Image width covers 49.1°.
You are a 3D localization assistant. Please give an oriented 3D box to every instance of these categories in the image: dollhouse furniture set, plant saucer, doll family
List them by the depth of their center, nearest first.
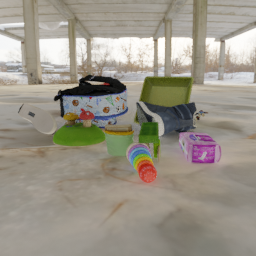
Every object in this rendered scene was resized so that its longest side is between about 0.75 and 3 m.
[{"bbox_3d":[0.072,0.442,7.153,1.482,0.971,0.744,-1,28,9],"label":"dollhouse furniture set"},{"bbox_3d":[1.630,-1.126,12.322,2.316,2.319,0.555,6,-16,28],"label":"plant saucer"},{"bbox_3d":[2.955,-0.590,12.993,1.472,0.578,0.851,8,9,13],"label":"doll family"}]

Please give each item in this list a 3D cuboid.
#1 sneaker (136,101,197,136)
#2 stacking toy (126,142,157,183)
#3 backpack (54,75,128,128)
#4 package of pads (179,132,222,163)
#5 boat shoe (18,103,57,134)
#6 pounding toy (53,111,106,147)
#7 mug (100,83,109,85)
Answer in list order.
[{"bbox_3d":[1.495,-0.515,10.783,1.975,1.039,2.733,-14,24,-13],"label":"sneaker"},{"bbox_3d":[0.346,0.778,6.260,0.590,0.590,1.383,-2,16,-9],"label":"stacking toy"},{"bbox_3d":[-1.220,-0.955,11.068,2.453,1.984,2.575,-4,22,19],"label":"backpack"},{"bbox_3d":[1.898,0.498,7.542,0.856,0.537,1.420,0,12,2],"label":"package of pads"},{"bbox_3d":[-3.256,-0.302,10.926,2.179,0.814,1.011,30,0,33],"label":"boat shoe"},{"bbox_3d":[-1.583,-0.122,9.363,1.704,1.025,2.208,0,12,1],"label":"pounding toy"},{"bbox_3d":[-1.957,-1.593,15.359,2.404,1.604,2.134,-13,15,-35],"label":"mug"}]
